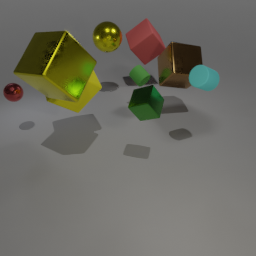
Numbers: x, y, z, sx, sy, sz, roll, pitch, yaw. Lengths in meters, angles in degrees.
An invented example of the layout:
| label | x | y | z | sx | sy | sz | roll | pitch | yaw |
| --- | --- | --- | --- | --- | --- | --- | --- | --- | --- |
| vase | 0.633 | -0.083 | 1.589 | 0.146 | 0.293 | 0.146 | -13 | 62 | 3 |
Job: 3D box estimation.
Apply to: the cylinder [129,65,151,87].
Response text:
| label | x | y | z | sx | sy | sz | roll | pitch | yaw |
| --- | --- | --- | --- | --- | --- | --- | --- | --- | --- |
| cylinder | 0.529 | -2.341 | 12.551 | 0.700 | 0.700 | 0.700 | -29 | 72 | -40 |

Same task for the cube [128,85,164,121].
| label | x | y | z | sx | sy | sz | roll | pitch | yaw |
| --- | --- | --- | --- | --- | --- | --- | --- | --- | --- |
| cube | 0.535 | -0.711 | 8.122 | 0.700 | 0.700 | 0.700 | -8 | 51 | 37 |

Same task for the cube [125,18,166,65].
| label | x | y | z | sx | sy | sz | roll | pitch | yaw |
| --- | --- | --- | --- | --- | --- | --- | --- | --- | --- |
| cube | 0.917 | -4.475 | 14.568 | 1.400 | 1.400 | 1.400 | -32 | 48 | 21 |

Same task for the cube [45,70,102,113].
| label | x | y | z | sx | sy | sz | roll | pitch | yaw |
| --- | --- | --- | --- | --- | --- | --- | --- | --- | --- |
| cube | -2.044 | -1.640 | 9.892 | 1.400 | 1.400 | 1.400 | 21 | 33 | -47 |

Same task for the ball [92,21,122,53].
| label | x | y | z | sx | sy | sz | roll | pitch | yaw |
| --- | --- | --- | --- | --- | --- | --- | --- | --- | --- |
| ball | -0.969 | -4.273 | 13.183 | 1.400 | 1.400 | 1.400 | 0 | 30 | 0 |

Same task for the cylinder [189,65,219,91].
| label | x | y | z | sx | sy | sz | roll | pitch | yaw |
| --- | --- | --- | --- | --- | --- | --- | --- | --- | --- |
| cylinder | 2.396 | -1.563 | 8.813 | 0.700 | 0.700 | 0.700 | 7 | 19 | -45 |

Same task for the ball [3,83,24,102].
| label | x | y | z | sx | sy | sz | roll | pitch | yaw |
| --- | --- | --- | --- | --- | --- | --- | --- | --- | --- |
| ball | -4.237 | -1.316 | 10.360 | 0.700 | 0.700 | 0.700 | 0 | 30 | 0 |

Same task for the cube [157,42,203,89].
| label | x | y | z | sx | sy | sz | roll | pitch | yaw |
| --- | --- | --- | --- | --- | --- | --- | --- | --- | --- |
| cube | 2.190 | -2.609 | 11.896 | 1.400 | 1.400 | 1.400 | 3 | -14 | -18 |

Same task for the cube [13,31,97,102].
| label | x | y | z | sx | sy | sz | roll | pitch | yaw |
| --- | --- | --- | --- | --- | --- | --- | --- | --- | --- |
| cube | -2.023 | -1.720 | 7.923 | 1.400 | 1.400 | 1.400 | 12 | 73 | 37 |
